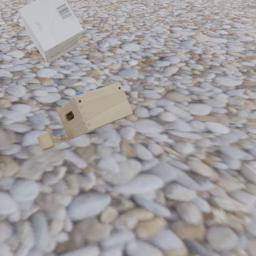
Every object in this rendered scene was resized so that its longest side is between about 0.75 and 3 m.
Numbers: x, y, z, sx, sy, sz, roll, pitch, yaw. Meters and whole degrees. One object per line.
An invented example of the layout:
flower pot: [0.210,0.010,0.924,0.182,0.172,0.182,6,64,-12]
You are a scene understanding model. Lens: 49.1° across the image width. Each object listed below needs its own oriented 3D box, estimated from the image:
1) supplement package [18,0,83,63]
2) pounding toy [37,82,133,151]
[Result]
supplement package: [-1.930,-2.488,7.147,1.059,1.072,1.768,-34,11,-10]
pounding toy: [-0.927,-0.182,4.890,1.478,0.676,1.298,-23,2,-33]
